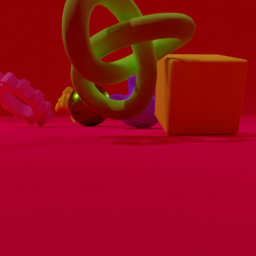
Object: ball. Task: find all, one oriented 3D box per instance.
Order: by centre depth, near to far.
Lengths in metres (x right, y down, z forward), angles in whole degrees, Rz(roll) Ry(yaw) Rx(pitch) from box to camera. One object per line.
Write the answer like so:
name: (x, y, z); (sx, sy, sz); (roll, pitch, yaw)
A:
ball: (-1.121, -0.684, 8.247); (1.277, 1.277, 1.277); (0, 2, 0)

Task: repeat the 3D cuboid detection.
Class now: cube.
cube: (1.157, -0.618, 4.811); (1.179, 1.179, 1.179); (-1, 19, -4)

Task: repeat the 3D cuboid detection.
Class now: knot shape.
knot shape: (-0.114, -0.910, 3.900); (1.927, 1.803, 0.890); (2, 40, -32)

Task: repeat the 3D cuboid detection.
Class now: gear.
gear: (-2.967, -0.756, 7.783); (1.798, 0.333, 1.798); (20, -31, 12)

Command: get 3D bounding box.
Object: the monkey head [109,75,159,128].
monkey head: (0.287, -0.683, 7.009); (1.875, 1.349, 1.130); (6, 1, -19)

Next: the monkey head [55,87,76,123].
monkey head: (-2.025, -0.845, 10.090); (0.963, 1.597, 1.149); (30, -45, -22)

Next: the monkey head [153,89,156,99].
monkey head: (0.654, -1.115, 10.425); (1.234, 1.033, 1.715); (16, -16, 16)
